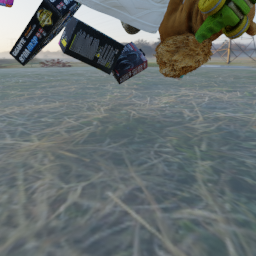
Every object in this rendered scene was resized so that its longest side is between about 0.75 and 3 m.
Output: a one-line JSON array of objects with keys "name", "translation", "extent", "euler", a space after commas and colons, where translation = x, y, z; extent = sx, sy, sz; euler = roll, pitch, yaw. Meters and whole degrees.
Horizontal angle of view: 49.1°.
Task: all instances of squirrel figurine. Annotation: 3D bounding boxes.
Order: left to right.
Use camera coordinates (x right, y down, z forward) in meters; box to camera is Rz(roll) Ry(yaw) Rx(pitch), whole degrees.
[{"name": "squirrel figurine", "translation": [1.870, -2.462, 7.103], "extent": [2.045, 2.889, 2.696], "euler": [21, 8, -28]}]

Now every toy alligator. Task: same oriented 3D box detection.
[{"name": "toy alligator", "translation": [1.831, -2.226, 3.964], "extent": [0.802, 2.419, 0.581], "euler": [28, 11, -31]}]

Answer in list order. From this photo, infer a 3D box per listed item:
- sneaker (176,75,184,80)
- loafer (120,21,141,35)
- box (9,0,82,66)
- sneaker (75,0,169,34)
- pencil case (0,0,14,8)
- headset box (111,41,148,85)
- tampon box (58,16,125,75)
[{"name": "sneaker", "translation": [1.888, -2.221, 9.889], "extent": [0.423, 0.474, 1.185], "euler": [17, 49, -13]}, {"name": "loafer", "translation": [0.475, -3.254, 6.817], "extent": [0.693, 2.031, 0.768], "euler": [47, 8, 29]}, {"name": "box", "translation": [-1.908, -2.736, 7.080], "extent": [2.287, 0.526, 1.818], "euler": [-27, 27, 46]}, {"name": "sneaker", "translation": [-0.184, -2.704, 5.058], "extent": [2.144, 1.239, 0.790], "euler": [17, 38, -15]}, {"name": "pencil case", "translation": [-4.146, -4.025, 8.359], "extent": [1.391, 0.615, 0.615], "euler": [-4, 13, -44]}, {"name": "headset box", "translation": [-0.027, -2.685, 11.351], "extent": [1.560, 1.161, 0.602], "euler": [-32, -18, -8]}, {"name": "tampon box", "translation": [-1.347, -2.952, 9.994], "extent": [1.874, 1.183, 1.405], "euler": [21, 18, -29]}]
